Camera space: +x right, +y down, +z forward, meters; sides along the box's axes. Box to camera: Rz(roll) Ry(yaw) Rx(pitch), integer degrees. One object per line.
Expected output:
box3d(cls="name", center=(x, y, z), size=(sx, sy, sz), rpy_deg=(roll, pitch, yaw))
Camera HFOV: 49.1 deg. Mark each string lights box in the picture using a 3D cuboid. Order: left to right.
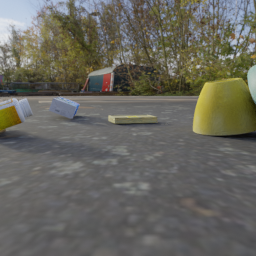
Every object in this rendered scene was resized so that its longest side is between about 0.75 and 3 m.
box3d(cls="string lights box", center=(-2.546, -0.844, 11.390), size=(0.929, 0.533, 1.808), rpy_deg=(21, 6, -9))

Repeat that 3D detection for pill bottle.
box3d(cls="pill bottle", center=(-3.032, -0.332, 6.983), size=(1.185, 0.647, 0.647), rpy_deg=(-22, 14, -17))

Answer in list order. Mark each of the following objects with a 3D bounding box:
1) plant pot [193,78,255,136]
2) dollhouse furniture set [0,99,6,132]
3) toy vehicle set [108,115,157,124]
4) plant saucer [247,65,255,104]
box3d(cls="plant pot", center=(2.539, -0.621, 7.313), size=(1.763, 1.252, 1.763), rpy_deg=(-8, 10, 1))
box3d(cls="dollhouse furniture set", center=(-3.826, -0.422, 7.861), size=(0.605, 0.708, 1.366), rpy_deg=(-2, 20, -28))
box3d(cls="toy vehicle set", center=(0.150, -0.314, 9.651), size=(1.492, 0.198, 0.927), rpy_deg=(-2, 7, -16))
box3d(cls="plant saucer", center=(3.441, -0.332, 5.743), size=(2.513, 0.484, 2.513), rpy_deg=(38, -1, 1))
